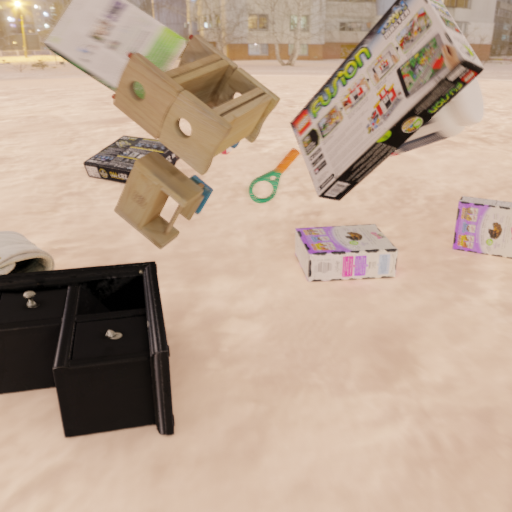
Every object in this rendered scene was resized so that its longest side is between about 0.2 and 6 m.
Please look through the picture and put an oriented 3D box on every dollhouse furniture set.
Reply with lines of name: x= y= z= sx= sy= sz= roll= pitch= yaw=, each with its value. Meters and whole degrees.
dollhouse furniture set: x=-1.071 y=-1.564 z=7.634 sx=1.508 sy=2.152 sz=1.517 roll=39 pitch=39 yaw=4

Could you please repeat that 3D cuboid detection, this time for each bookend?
bookend: x=-2.302 y=1.111 z=6.737 sx=2.420 sy=1.114 sz=2.404 roll=-5 pitch=23 yaw=-11

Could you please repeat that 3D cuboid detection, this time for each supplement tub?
supplement tub: x=2.979 y=-2.649 z=10.159 sx=1.848 sy=1.297 sz=1.297 roll=-14 pitch=9 yaw=42

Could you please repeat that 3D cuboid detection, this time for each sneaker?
sneaker: x=-4.707 y=0.241 z=8.925 sx=2.801 sy=1.032 sz=1.619 roll=-19 pitch=26 yaw=-41

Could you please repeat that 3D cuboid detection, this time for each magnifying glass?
magnifying glass: x=0.262 y=-1.138 z=7.998 sx=0.389 sy=0.977 sz=0.109 roll=31 pitch=26 yaw=-22

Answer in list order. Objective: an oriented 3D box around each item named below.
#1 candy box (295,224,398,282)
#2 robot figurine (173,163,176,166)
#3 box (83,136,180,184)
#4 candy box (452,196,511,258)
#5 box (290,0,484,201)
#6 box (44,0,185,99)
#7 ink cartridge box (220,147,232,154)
candy box: x=1.607 y=-0.082 z=10.276 sx=1.595 sy=0.571 sz=1.338 roll=-3 pitch=23 yaw=-5
robot figurine: x=-2.781 y=-2.876 z=16.995 sx=0.706 sy=0.441 sz=0.531 roll=2 pitch=6 yaw=-42
box: x=-3.543 y=-2.781 z=16.139 sx=2.251 sy=0.553 sz=1.815 roll=13 pitch=45 yaw=29
candy box: x=4.506 y=-0.559 z=10.842 sx=1.201 sy=1.008 sz=0.430 roll=11 pitch=25 yaw=25
box: x=1.999 y=-2.655 z=9.530 sx=0.582 sy=3.353 sz=1.845 roll=6 pitch=56 yaw=-36
box: x=-2.206 y=-3.344 z=8.867 sx=1.792 sy=1.294 sz=0.326 roll=33 pitch=-3 yaw=-3
ink cartridge box: x=-1.326 y=-3.747 z=19.295 sx=0.847 sy=0.359 sz=0.617 roll=4 pitch=23 yaw=14
